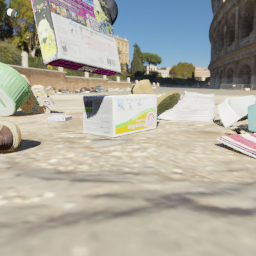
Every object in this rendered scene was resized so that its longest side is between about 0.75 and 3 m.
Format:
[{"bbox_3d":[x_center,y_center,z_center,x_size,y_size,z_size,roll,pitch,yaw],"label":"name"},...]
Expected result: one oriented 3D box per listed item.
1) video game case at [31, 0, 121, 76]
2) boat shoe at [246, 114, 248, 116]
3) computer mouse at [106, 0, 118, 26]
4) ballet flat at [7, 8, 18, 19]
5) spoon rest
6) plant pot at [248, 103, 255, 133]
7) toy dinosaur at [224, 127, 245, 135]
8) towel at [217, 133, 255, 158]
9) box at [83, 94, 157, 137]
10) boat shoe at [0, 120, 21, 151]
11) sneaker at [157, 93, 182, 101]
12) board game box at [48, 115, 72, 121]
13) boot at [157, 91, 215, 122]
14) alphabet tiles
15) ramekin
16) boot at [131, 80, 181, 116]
[{"bbox_3d":[-1.149,-2.507,6.566,0.467,2.363,2.607,-12,-1,27],"label":"video game case"},{"bbox_3d":[5.725,-0.575,11.579,0.893,0.761,2.671,-12,9,-38],"label":"boat shoe"},{"bbox_3d":[-1.180,-3.080,8.822,1.584,2.287,0.603,32,33,-24],"label":"computer mouse"},{"bbox_3d":[-3.872,-3.842,9.375,0.291,0.289,0.850,17,22,-23],"label":"ballet flat"},{"bbox_3d":[4.061,-0.730,10.685,1.461,0.892,2.941,-40,-12,30],"label":"spoon rest"},{"bbox_3d":[4.427,-0.333,8.105,1.666,1.177,1.178,-2,6,37],"label":"plant pot"},{"bbox_3d":[2.743,0.250,6.952,0.756,0.386,0.513,-10,-25,43],"label":"toy dinosaur"},{"bbox_3d":[3.068,0.315,6.155,1.775,0.202,1.278,-4,16,-22],"label":"towel"},{"bbox_3d":[-0.179,-0.469,8.780,1.257,1.132,2.234,6,10,37],"label":"box"},{"bbox_3d":[-3.460,0.127,5.980,2.328,0.840,0.838,10,10,19],"label":"boat shoe"},{"bbox_3d":[1.503,-0.871,13.074,2.730,1.101,1.139,-13,28,-24],"label":"sneaker"},{"bbox_3d":[-2.855,-0.416,11.818,0.766,0.158,0.764,2,9,12],"label":"board game box"},{"bbox_3d":[2.329,-0.949,11.732,2.574,1.230,0.947,3,9,18],"label":"boot"},{"bbox_3d":[-5.168,-1.583,13.860,2.863,0.209,2.800,2,-33,16],"label":"alphabet tiles"},{"bbox_3d":[-5.895,-1.673,12.753,2.497,2.497,1.220,3,50,17],"label":"ramekin"},{"bbox_3d":[1.105,-1.499,12.065,1.770,0.668,2.021,-33,45,10],"label":"boot"}]
